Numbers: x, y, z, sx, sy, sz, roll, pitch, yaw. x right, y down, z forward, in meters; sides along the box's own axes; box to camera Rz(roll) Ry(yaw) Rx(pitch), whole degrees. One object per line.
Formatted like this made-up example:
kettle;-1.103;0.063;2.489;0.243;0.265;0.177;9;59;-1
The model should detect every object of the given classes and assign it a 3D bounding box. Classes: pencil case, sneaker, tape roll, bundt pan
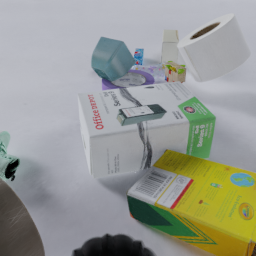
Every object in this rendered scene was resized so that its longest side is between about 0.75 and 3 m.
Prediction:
pencil case;0.750;-2.009;9.976;1.184;0.537;0.492;-7;34;-9
sneaker;-2.632;0.602;6.065;0.843;0.526;1.430;-2;43;7
tape roll;2.635;-2.455;8.662;1.881;1.291;1.881;-30;20;12
tape roll;0.005;-1.195;8.626;1.615;0.686;1.615;0;35;0
bundt pan;-0.209;2.164;3.746;1.410;0.529;1.410;0;33;0

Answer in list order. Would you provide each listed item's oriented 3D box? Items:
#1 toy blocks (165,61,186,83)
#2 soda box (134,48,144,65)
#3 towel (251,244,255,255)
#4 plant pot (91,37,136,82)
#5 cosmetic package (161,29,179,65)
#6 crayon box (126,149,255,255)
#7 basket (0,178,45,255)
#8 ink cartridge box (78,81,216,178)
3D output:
toy blocks;1.552;-1.682;9.308;0.599;0.820;1.199;-9;29;-16
soda box;0.435;-2.884;11.417;0.361;0.382;1.126;3;34;4
towel;2.641;2.600;3.322;2.162;0.320;2.948;-20;37;-29
plant pot;-0.522;-1.941;8.241;0.948;0.946;0.966;25;77;36
cosmetic package;1.738;-3.399;11.683;0.673;0.954;1.842;4;35;5
crayon box;1.394;1.256;4.765;2.425;0.616;1.539;14;35;34
basket;-2.515;1.835;3.170;2.447;1.846;2.714;23;36;35
ink cartridge box;0.298;-0.073;6.523;2.711;1.139;1.979;-9;35;-13
